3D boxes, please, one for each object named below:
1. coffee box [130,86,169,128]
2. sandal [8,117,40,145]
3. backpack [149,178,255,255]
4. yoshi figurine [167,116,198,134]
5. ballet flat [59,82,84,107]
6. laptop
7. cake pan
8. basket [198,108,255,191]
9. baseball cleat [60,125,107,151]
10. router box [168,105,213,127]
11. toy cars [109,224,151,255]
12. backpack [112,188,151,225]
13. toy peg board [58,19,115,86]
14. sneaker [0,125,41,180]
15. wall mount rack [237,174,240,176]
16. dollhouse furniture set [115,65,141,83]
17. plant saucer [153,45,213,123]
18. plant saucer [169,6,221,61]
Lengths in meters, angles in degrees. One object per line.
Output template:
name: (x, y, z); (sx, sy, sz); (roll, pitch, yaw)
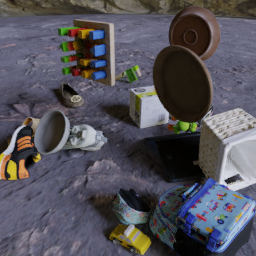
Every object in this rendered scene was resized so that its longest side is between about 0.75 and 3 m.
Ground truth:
coffee box: (0.900, -0.957, 12.044); (1.322, 1.324, 1.310); (-11, 30, -19)
sandal: (-3.849, -0.056, 11.034); (0.800, 0.718, 2.181); (12, 31, 21)
backpack: (1.593, 2.038, 6.511); (1.909, 1.407, 2.091); (-24, 35, -36)
yoshi figurine: (2.009, -0.163, 10.767); (0.831, 0.835, 1.485); (-26, 16, -16)
ballet flat: (-2.950, -1.749, 14.215); (0.932, 0.641, 2.766); (-12, 31, -21)
laptop: (1.981, 0.897, 9.913); (2.214, 1.290, 2.499); (-8, 55, -12)
cake pan: (-2.563, 0.157, 9.500); (1.578, 1.578, 0.289); (26, -2, 39)
basket: (2.920, 0.646, 7.971); (1.435, 2.117, 1.306); (-16, 42, -10)
baseball cleat: (-2.010, 0.460, 10.042); (2.907, 1.014, 1.547); (3, -15, 41)
router box: (2.685, -0.751, 12.466); (1.808, 0.562, 1.355); (18, 33, 30)
toy cars: (0.173, 2.736, 6.107); (0.904, 0.447, 2.018); (-11, 27, -12)
backpack: (0.097, 2.035, 7.085); (0.821, 0.696, 0.925); (15, 10, -40)
toy peg board: (-1.672, -2.846, 10.741); (1.120, 2.289, 2.279); (-23, 34, -38)
sneaker: (-3.422, 0.826, 9.398); (1.139, 0.885, 2.531); (7, 32, -2)
wall mount rack: (4.224, 0.978, 8.866); (1.705, 0.636, 1.481); (-21, 9, -34)
dollhouse furniture set: (-0.081, -3.078, 16.968); (1.570, 0.788, 1.028); (-18, 11, 30)
plant saucer: (1.643, -1.313, 8.473); (0.355, 2.412, 2.412); (-25, 37, -27)
plant saucer: (2.864, -4.125, 12.610); (2.489, 2.489, 0.429); (18, 33, 30)
